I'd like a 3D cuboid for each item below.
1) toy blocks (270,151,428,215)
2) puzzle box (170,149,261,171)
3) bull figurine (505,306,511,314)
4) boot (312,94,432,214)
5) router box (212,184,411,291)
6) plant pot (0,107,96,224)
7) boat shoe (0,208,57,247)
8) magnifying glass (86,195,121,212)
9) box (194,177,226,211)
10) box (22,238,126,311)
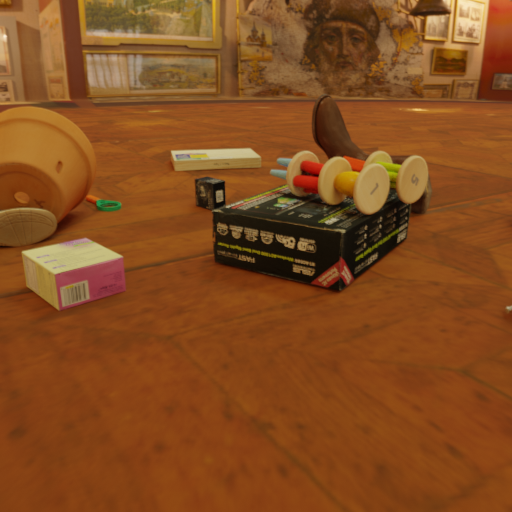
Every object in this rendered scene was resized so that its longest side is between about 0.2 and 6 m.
[{"bbox_3d":[1.571,-1.473,10.107,1.934,0.843,2.321,-16,25,-37],"label":"toy blocks"},{"bbox_3d":[-1.388,-3.220,18.644,2.819,0.358,1.876,-4,21,-10],"label":"puzzle box"},{"bbox_3d":[3.962,0.800,7.573,0.683,0.367,1.126,-6,21,-16],"label":"bull figurine"},{"bbox_3d":[2.776,-2.422,13.176,0.955,2.771,2.973,-37,34,-23],"label":"boot"},{"bbox_3d":[1.126,-0.557,10.321,2.466,1.022,3.290,13,23,31],"label":"router box"},{"bbox_3d":[-4.700,-1.618,11.647,2.462,2.462,1.723,-2,36,-5],"label":"plant pot"},{"bbox_3d":[-4.979,-0.540,10.710,2.163,0.778,0.701,-17,30,-25],"label":"boat shoe"},{"bbox_3d":[-3.774,-1.282,13.671,0.554,0.156,1.393,-17,28,-38],"label":"magnifying glass"},{"bbox_3d":[-1.097,-1.487,13.397,0.411,0.689,0.701,-19,27,-39],"label":"box"},{"bbox_3d":[-2.846,0.251,8.732,1.102,0.605,1.252,-17,27,-39],"label":"box"}]
